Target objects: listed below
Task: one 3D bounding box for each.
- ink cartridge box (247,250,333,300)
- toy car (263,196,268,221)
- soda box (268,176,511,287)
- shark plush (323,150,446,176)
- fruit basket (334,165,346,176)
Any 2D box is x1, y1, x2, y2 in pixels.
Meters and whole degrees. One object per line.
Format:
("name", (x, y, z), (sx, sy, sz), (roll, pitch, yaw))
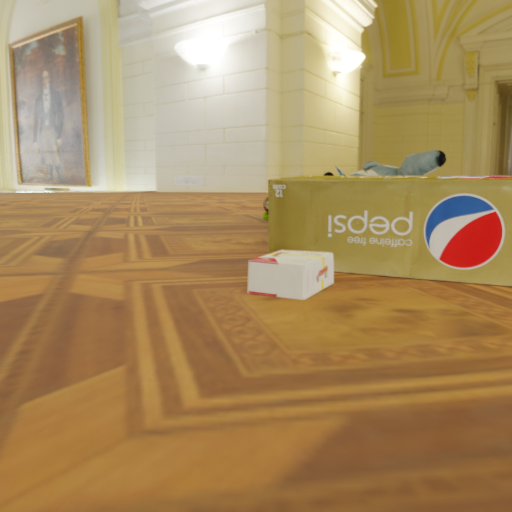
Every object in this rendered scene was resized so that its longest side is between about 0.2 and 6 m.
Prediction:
("ink cartridge box", (0.419, 0.192, 6.464), (0.699, 0.402, 0.963), (4, 9, 26))
("toy car", (0.792, -1.292, 15.285), (0.907, 0.945, 1.150), (2, 20, -26))
("soda box", (2.222, -0.433, 7.582), (4.071, 1.303, 1.379), (3, 11, 27))
("shark plush", (2.560, -1.467, 13.087), (4.461, 2.027, 1.858), (22, 51, 31))
("fruit basket", (2.289, -1.104, 11.844), (1.543, 0.723, 1.429), (44, 0, 37))
